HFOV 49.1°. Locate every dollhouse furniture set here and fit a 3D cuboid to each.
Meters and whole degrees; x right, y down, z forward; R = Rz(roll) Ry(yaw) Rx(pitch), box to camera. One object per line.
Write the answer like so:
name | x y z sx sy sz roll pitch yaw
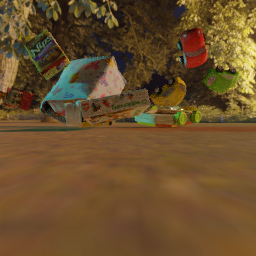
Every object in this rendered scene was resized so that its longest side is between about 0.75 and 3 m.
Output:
dollhouse furniture set | -2.714 -0.750 6.286 0.576 0.435 1.070 12 -6 23

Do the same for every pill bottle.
pill bottle | -1.008 -0.390 7.480 1.270 0.726 0.726 -5 2 -11

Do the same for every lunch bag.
lunch bag | -1.693 -1.313 10.183 2.611 2.214 1.660 3 -38 29

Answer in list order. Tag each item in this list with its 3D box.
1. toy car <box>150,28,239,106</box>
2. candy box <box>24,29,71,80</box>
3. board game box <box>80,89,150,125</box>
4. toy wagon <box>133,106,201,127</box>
toy car | 2.264 -1.470 8.318 2.617 0.620 2.781 2 -39 -21
candy box | -2.879 -2.624 9.902 1.035 1.775 0.501 -36 -33 -1
board game box | -0.274 -0.380 5.824 1.209 0.331 1.915 -12 -2 -3
toy wagon | 1.306 -0.390 8.584 2.310 0.457 1.792 -7 13 -44
